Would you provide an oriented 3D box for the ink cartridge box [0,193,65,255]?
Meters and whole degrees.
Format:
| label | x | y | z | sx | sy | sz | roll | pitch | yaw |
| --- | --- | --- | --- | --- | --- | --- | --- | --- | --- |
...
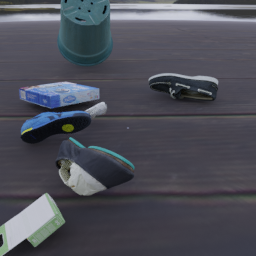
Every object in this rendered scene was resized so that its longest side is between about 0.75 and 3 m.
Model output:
| label | x | y | z | sx | sy | sz | roll | pitch | yaw |
| --- | --- | --- | --- | --- | --- | --- | --- | --- | --- |
| ink cartridge box | -1.351 | 1.338 | 3.734 | 0.921 | 0.221 | 0.670 | -38 | 26 | -15 |

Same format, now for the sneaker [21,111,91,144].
| label | x | y | z | sx | sy | sz | roll | pitch | yaw |
| --- | --- | --- | --- | --- | --- | --- | --- | --- | --- |
| sneaker | -1.583 | -0.172 | 6.115 | 1.646 | 0.542 | 0.645 | -15 | 48 | 13 |

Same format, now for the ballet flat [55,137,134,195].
| label | x | y | z | sx | sy | sz | roll | pitch | yaw |
| --- | --- | --- | --- | --- | --- | --- | --- | --- | --- |
| ballet flat | -0.636 | 0.635 | 4.263 | 0.765 | 0.765 | 2.093 | -15 | 12 | -29 |

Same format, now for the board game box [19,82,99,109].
| label | x | y | z | sx | sy | sz | roll | pitch | yaw |
| --- | --- | --- | --- | --- | --- | --- | --- | --- | --- |
| board game box | -2.047 | -1.033 | 8.383 | 1.707 | 0.370 | 1.698 | 17 | 23 | 40 |

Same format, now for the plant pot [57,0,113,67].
| label | x | y | z | sx | sy | sz | roll | pitch | yaw |
| --- | --- | --- | --- | --- | --- | --- | --- | --- | --- |
| plant pot | -1.814 | -4.372 | 11.911 | 2.576 | 2.576 | 2.523 | -4 | -17 | -10 |

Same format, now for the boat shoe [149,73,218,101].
| label | x | y | z | sx | sy | sz | roll | pitch | yaw |
| --- | --- | --- | --- | --- | --- | --- | --- | --- | --- |
| boat shoe | 1.681 | -1.244 | 8.818 | 2.195 | 0.662 | 0.830 | 4 | -19 | 21 |

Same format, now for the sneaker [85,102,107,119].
| label | x | y | z | sx | sy | sz | roll | pitch | yaw |
| --- | --- | --- | --- | --- | --- | --- | --- | --- | --- |
| sneaker | -0.832 | -0.401 | 6.936 | 0.790 | 0.294 | 0.344 | -27 | -6 | 37 |
